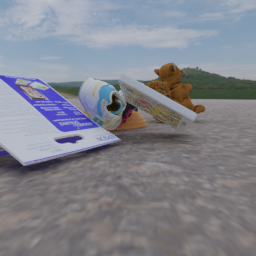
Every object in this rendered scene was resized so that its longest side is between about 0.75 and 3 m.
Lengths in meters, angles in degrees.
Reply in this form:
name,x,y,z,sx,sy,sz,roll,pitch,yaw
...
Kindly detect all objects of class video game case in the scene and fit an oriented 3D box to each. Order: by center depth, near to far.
name,x,y,z,sx,sy,sz,roll,pitch,yaw
video game case,0.659,-0.512,6.659,1.848,0.211,1.681,31,-7,9

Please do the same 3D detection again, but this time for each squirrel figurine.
name,x,y,z,sx,sy,sz,roll,pitch,yaw
squirrel figurine,1.497,-1.343,10.343,2.192,2.046,1.551,-19,10,-36

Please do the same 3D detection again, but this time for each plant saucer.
name,x,y,z,sx,sy,sz,roll,pitch,yaw
plant saucer,-0.638,-0.310,9.283,2.500,0.468,2.500,0,8,0

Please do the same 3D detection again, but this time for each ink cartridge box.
name,x,y,z,sx,sy,sz,roll,pitch,yaw
ink cartridge box,-1.844,-0.161,5.224,2.688,0.583,2.663,35,20,21

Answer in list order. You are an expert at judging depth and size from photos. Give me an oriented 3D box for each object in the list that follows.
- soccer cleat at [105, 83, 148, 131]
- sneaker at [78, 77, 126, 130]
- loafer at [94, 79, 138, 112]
name,x,y,z,sx,sy,sz,roll,pitch,yaw
soccer cleat,-0.246,-0.619,8.215,2.102,0.734,0.908,-38,28,-26
sneaker,-0.439,-0.398,6.404,0.779,0.738,1.928,20,-14,20
loafer,-0.736,-1.052,11.146,2.454,0.933,0.828,31,-46,-25
